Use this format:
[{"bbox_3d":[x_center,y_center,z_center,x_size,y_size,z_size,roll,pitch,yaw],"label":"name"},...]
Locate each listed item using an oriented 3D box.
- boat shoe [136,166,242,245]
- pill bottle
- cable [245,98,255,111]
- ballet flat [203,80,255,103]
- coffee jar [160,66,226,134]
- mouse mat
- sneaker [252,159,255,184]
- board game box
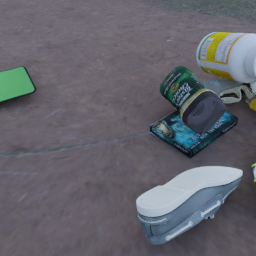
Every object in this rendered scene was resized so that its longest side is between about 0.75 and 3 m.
[{"bbox_3d":[1.236,1.332,5.226,2.540,0.785,0.925,-14,11,-35],"label":"boat shoe"},{"bbox_3d":[3.108,-2.008,7.940,1.319,1.319,2.340,-13,23,-16],"label":"pill bottle"},{"bbox_3d":[4.229,-0.420,7.257,1.381,0.716,2.843,-37,37,19],"label":"cable"},{"bbox_3d":[3.453,-1.171,8.630,2.448,0.825,0.780,-11,60,-12],"label":"ballet flat"},{"bbox_3d":[1.615,-0.757,7.214,0.856,1.046,2.007,29,21,-32],"label":"coffee jar"},{"bbox_3d":[-4.469,-1.204,8.883,2.798,0.105,2.251,-22,40,-17],"label":"mouse mat"},{"bbox_3d":[3.136,0.726,5.612,0.899,0.887,2.354,-30,19,40],"label":"sneaker"},{"bbox_3d":[1.760,-0.081,7.445,2.037,0.287,1.378,-29,46,-33],"label":"board game box"}]
